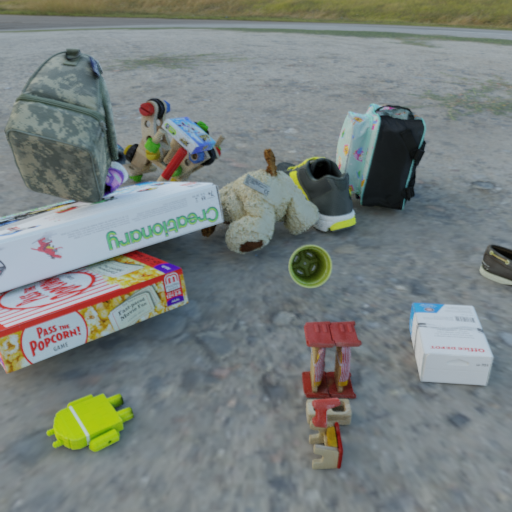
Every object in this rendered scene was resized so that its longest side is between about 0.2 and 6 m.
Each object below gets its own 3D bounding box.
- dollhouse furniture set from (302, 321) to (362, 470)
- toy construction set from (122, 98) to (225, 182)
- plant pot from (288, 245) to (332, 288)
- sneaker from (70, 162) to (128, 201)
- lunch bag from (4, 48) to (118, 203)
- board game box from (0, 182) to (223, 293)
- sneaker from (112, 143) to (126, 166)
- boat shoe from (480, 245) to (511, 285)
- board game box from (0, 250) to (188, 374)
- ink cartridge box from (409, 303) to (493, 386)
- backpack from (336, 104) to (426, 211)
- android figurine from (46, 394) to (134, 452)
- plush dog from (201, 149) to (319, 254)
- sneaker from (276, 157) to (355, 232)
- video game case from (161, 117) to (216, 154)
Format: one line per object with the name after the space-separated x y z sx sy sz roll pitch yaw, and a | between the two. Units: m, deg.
1.009 1.698 7.113 0.712 0.942 1.750 0 28 0 | dollhouse furniture set
-2.318 -2.316 13.865 2.328 2.145 2.792 32 25 -16 | toy construction set
0.874 0.158 9.572 0.722 0.722 0.664 -2 3 -4 | plant pot
-3.161 -1.320 10.694 1.420 0.571 0.628 -14 43 20 | sneaker
-3.130 -2.165 9.484 1.490 2.138 1.793 10 66 -5 | lunch bag
-3.423 -0.467 10.354 4.816 0.833 3.040 -20 18 -32 | board game box
-4.685 -2.592 14.786 2.760 1.095 1.318 -23 38 -35 | sneaker
5.010 0.313 10.004 1.912 0.576 0.681 20 34 31 | boat shoe
-2.827 0.699 8.810 2.806 0.650 2.126 -21 22 -33 | board game box
2.834 1.270 8.282 0.946 0.555 1.292 3 30 7 | ink cartridge box
2.916 -2.465 13.345 1.977 2.267 2.579 10 26 10 | backpack
-2.116 2.110 7.120 1.022 0.210 0.930 -20 35 -33 | android figurine
-0.148 -1.129 11.671 2.334 1.872 2.004 -23 11 -39 | plush dog
1.353 -1.736 12.913 1.204 1.368 3.233 -12 31 -22 | sneaker
-1.528 -2.783 12.869 0.944 0.237 1.041 44 28 5 | video game case
